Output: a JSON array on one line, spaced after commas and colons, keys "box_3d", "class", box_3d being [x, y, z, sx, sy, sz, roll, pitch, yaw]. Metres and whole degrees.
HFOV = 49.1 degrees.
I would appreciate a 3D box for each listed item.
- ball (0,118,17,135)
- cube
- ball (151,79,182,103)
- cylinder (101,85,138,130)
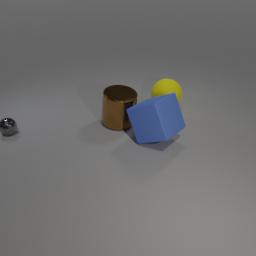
[{"box_3d": [-4.787, -0.064, 11.160, 0.700, 0.700, 0.700, 0, 32, 0], "class": "ball"}, {"box_3d": [1.060, -0.359, 10.448, 1.400, 1.400, 1.400, -9, 15, 43], "class": "cube"}, {"box_3d": [1.764, -1.551, 12.857, 1.400, 1.400, 1.400, 0, 32, 0], "class": "ball"}, {"box_3d": [-0.370, -0.858, 11.608, 1.400, 1.400, 1.400, 5, 36, -4], "class": "cylinder"}]
